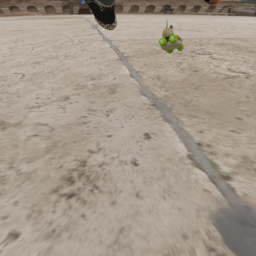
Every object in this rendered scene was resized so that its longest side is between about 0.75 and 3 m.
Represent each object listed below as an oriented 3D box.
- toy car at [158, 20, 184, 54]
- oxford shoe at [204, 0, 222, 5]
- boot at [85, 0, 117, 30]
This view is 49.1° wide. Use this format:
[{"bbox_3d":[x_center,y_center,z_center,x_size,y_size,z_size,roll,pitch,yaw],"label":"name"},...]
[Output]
[{"bbox_3d":[1.445,-3.126,9.415,0.746,0.945,0.776,-7,-13,29],"label":"toy car"},{"bbox_3d":[1.909,-3.838,7.309,0.515,0.505,1.420,-24,76,-35],"label":"oxford shoe"},{"bbox_3d":[-0.874,-3.087,6.494,0.596,1.247,1.651,-44,81,-6],"label":"boot"}]
